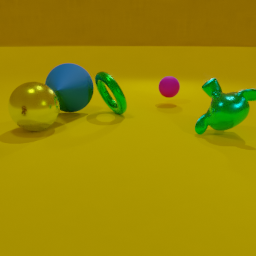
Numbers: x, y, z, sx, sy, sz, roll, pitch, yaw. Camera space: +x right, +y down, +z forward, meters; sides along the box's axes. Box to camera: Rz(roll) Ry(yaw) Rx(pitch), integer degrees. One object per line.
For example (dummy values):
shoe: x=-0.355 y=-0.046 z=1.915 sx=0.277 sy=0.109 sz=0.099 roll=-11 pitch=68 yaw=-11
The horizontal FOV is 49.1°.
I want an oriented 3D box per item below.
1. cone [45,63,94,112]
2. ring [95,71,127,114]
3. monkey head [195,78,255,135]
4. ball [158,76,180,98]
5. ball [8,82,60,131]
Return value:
cone: x=-1.785 y=-1.084 z=7.825 sx=1.486 sy=1.486 sz=1.492 roll=0 pitch=10 yaw=0
ring: x=-0.509 y=-1.020 z=8.243 sx=0.281 sy=1.403 sz=1.403 roll=-35 pitch=30 yaw=-17
monkey head: x=2.193 y=-0.562 z=6.549 sx=1.638 sy=1.178 sz=0.987 roll=-35 pitch=7 yaw=24
ball: x=1.422 y=-1.414 z=9.680 sx=0.737 sy=0.737 sz=0.737 roll=0 pitch=18 yaw=0
ball: x=-2.282 y=-0.523 z=6.847 sx=1.202 sy=1.202 sz=1.202 roll=0 pitch=18 yaw=0
